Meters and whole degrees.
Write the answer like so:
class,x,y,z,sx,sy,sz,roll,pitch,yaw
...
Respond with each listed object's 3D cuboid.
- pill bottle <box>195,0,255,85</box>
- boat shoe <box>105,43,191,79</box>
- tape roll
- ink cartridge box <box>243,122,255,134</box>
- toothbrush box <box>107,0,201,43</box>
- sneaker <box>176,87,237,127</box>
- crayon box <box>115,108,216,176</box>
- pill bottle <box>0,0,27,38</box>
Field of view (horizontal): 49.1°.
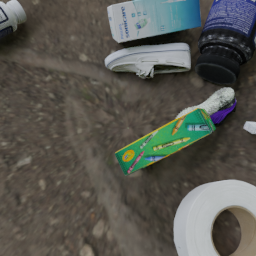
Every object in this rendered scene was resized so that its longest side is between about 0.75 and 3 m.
class,x,y,z,sx,sy,sz,roll,pitch,yaw
pill bottle,3.068,-2.876,8.322,1.636,1.636,2.926,22,82,5
boat shoe,0.598,-1.932,8.439,2.604,0.958,0.851,-8,79,8
tape roll,2.538,2.692,7.132,2.674,0.935,2.674,3,75,-10
ink cartridge box,3.898,0.136,7.764,0.854,1.051,0.300,3,117,-21
toothbrush box,0.689,-3.318,8.307,2.419,1.771,1.032,-12,113,-5
sneaker,2.314,-0.282,8.168,1.941,0.965,0.675,-30,42,10
crayon box,0.992,0.333,7.207,2.367,1.406,0.690,-30,82,20
pill bottle,-4.081,-3.292,8.663,1.709,0.949,0.949,-38,79,-23
